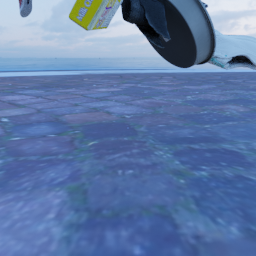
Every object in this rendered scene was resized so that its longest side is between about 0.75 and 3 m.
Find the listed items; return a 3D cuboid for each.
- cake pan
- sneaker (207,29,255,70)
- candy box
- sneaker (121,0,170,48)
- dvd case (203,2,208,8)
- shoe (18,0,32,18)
[{"bbox_3d":[1.152,-2.734,7.595,0.509,2.774,2.774,-41,25,-10],"label":"cake pan"},{"bbox_3d":[2.719,-2.351,8.742,2.847,1.071,1.260,6,54,9],"label":"sneaker"},{"bbox_3d":[-0.242,-2.443,4.828,0.391,1.514,2.962,33,17,-11],"label":"candy box"},{"bbox_3d":[0.386,-2.871,6.629,1.057,2.027,0.609,11,-33,-25],"label":"sneaker"},{"bbox_3d":[1.840,-3.960,8.962,0.887,0.095,1.192,-27,51,-13],"label":"dvd case"},{"bbox_3d":[-3.723,-4.593,9.994,0.443,0.564,1.239,-26,-13,-35],"label":"shoe"}]
